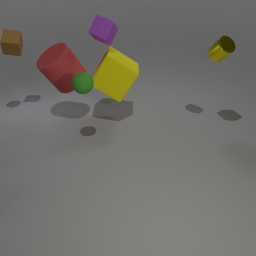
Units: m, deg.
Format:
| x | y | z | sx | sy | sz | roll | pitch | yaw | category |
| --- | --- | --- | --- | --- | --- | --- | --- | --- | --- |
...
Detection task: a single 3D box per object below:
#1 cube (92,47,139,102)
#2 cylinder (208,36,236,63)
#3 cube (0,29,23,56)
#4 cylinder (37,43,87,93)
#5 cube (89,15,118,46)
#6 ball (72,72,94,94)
| x | y | z | sx | sy | sz | roll | pitch | yaw | category |
| --- | --- | --- | --- | --- | --- | --- | --- | --- | --- |
| -0.522 | -2.151 | 11.181 | 1.400 | 1.400 | 1.400 | 29 | 25 | -14 | cube |
| 3.367 | -2.835 | 10.099 | 0.700 | 0.700 | 0.700 | 5 | 72 | -17 | cylinder |
| -4.601 | -3.371 | 11.106 | 0.700 | 0.700 | 0.700 | 3 | 60 | -11 | cube |
| -2.542 | -2.308 | 10.864 | 1.400 | 1.400 | 1.400 | -18 | 47 | 20 | cylinder |
| -0.861 | -3.473 | 9.976 | 0.700 | 0.700 | 0.700 | 26 | 4 | 12 | cube |
| -1.446 | -1.436 | 8.979 | 0.700 | 0.700 | 0.700 | 0 | 32 | 0 | ball |
